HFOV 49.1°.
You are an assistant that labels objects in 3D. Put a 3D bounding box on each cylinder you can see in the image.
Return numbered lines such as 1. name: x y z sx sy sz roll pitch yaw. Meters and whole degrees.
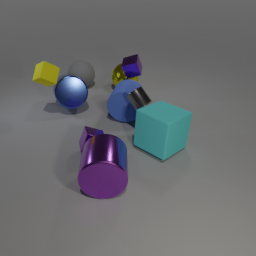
1. cylinder: -0.707 1.107 8.287 1.400 1.400 1.400 -1 32 -1
2. cylinder: 0.416 -1.081 10.497 0.700 0.700 0.700 -33 87 -41
3. cylinder: -2.566 -1.652 12.420 1.400 1.400 1.400 -10 16 -15
4. cylinder: -0.060 -1.176 11.916 1.400 1.400 1.400 6 31 9

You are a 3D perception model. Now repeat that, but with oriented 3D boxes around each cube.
1. cube: 0.186 -2.727 12.420 0.700 0.700 0.700 -10 43 19
2. cube: -3.218 -2.112 11.014 0.700 0.700 0.700 19 -15 -41
3. cube: 1.197 0.031 9.823 1.400 1.400 1.400 26 34 36
4. cube: -1.246 0.448 9.755 0.700 0.700 0.700 15 20 -23

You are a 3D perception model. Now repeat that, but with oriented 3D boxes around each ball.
1. ball: -2.426 -2.812 14.561 1.400 1.400 1.400 0 32 0
2. ball: -0.143 -2.627 14.330 1.400 1.400 1.400 0 32 0
